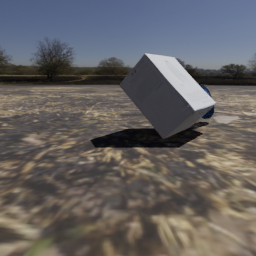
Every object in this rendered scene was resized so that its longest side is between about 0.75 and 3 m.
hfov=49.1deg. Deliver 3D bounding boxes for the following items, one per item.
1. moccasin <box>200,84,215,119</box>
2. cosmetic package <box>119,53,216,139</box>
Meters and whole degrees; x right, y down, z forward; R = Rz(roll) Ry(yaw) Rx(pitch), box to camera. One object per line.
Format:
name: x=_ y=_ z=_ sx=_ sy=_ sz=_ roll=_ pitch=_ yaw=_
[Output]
moccasin: x=2.227 y=-0.747 z=7.949 sx=0.487 sy=1.210 sz=0.413 roll=-7 pitch=52 yaw=9
cosmetic package: x=0.968 y=-0.769 z=6.551 sx=1.632 sy=1.003 sz=1.627 roll=51 pitch=31 yaw=15
